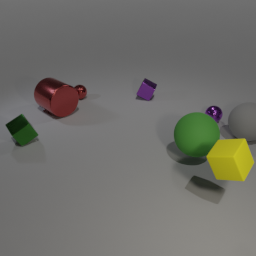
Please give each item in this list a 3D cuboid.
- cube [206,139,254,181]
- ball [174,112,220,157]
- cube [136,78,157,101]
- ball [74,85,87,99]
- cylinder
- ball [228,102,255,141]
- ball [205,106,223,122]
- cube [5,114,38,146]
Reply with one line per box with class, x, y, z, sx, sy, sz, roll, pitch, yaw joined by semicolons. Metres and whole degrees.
cube;2.382;0.734;6.513;0.700;0.700;0.700;-6;29;48
ball;2.135;0.209;8.737;1.400;1.400;1.400;0;29;0
cube;0.914;-1.863;13.537;0.700;0.700;0.700;28;32;-1
ball;-2.329;-1.746;13.538;0.700;0.700;0.700;0;29;0
cylinder;-3.084;-1.337;12.060;1.400;1.400;1.400;-25;37;-38
ball;4.314;-0.226;10.016;1.400;1.400;1.400;0;29;0
ball;3.483;-0.562;11.390;0.700;0.700;0.700;0;29;0
cube;-3.747;0.072;9.909;0.700;0.700;0.700;-37;53;-13
